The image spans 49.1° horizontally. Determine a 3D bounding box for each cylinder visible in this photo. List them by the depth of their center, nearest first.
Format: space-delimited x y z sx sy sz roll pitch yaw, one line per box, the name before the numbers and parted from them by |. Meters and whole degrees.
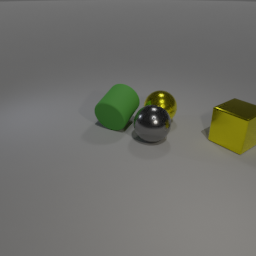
cylinder | -0.428 -0.858 11.424 1.400 1.400 1.400 14 46 24

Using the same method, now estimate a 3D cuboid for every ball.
ball | 0.908 -0.166 10.442 1.400 1.400 1.400 0 28 0
ball | 1.356 -0.879 11.780 1.400 1.400 1.400 0 28 0

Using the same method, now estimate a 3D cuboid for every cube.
cube | 4.032 -0.107 10.333 1.400 1.400 1.400 -21 35 -34
